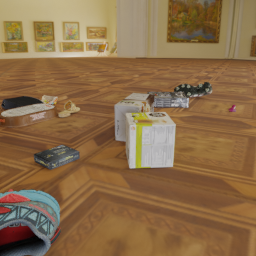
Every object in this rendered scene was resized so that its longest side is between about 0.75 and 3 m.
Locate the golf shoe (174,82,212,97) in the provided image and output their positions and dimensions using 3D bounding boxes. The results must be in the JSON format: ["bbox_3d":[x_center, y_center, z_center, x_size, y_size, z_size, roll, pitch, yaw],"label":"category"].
[{"bbox_3d":[4.005,-2.204,17.294,2.336,0.902,1.029,-1,-14,23],"label":"golf shoe"}]

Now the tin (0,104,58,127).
[{"bbox_3d":[-4.501,-0.622,12.792,1.531,0.572,2.734,20,27,36],"label":"tin"}]

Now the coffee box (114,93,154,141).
[{"bbox_3d":[0.318,-0.494,11.013,0.957,1.373,2.400,6,20,17],"label":"coffee box"}]

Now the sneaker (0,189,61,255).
[{"bbox_3d":[-2.602,1.766,4.702,2.868,1.137,1.370,-6,21,-15],"label":"sneaker"}]

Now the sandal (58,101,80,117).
[{"bbox_3d":[-2.868,-1.032,13.785,0.650,0.583,1.772,3,19,15],"label":"sandal"}]

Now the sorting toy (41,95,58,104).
[{"bbox_3d":[-4.434,-1.445,15.396,0.872,0.466,0.785,10,28,22],"label":"sorting toy"}]

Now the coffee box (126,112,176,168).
[{"bbox_3d":[0.639,0.328,8.579,1.341,1.356,1.354,-2,19,-5],"label":"coffee box"}]

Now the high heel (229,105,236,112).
[{"bbox_3d":[5.318,-1.032,14.384,0.367,0.258,0.765,13,33,6],"label":"high heel"}]

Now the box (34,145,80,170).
[{"bbox_3d":[-2.188,0.875,8.649,0.871,0.282,1.105,17,25,38],"label":"box"}]

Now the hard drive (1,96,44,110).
[{"bbox_3d":[-5.443,-1.232,14.580,2.325,0.492,1.568,17,25,41],"label":"hard drive"}]

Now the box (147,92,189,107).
[{"bbox_3d":[2.170,-1.609,15.614,2.192,0.546,1.729,0,19,1],"label":"box"}]
